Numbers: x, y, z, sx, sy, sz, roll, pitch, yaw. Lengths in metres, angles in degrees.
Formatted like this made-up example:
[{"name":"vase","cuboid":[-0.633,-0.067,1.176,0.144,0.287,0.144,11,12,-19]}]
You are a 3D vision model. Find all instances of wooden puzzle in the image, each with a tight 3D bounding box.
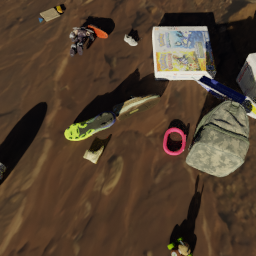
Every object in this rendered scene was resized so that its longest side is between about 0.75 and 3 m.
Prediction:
[{"name":"wooden puzzle","cuboid":[-3.993,-5.825,14.421,1.358,0.159,0.916,-25,59,-14]}]

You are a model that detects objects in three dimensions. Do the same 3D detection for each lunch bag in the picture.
[{"name":"lunch bag","cuboid":[3.131,0.375,9.666,1.642,2.357,1.977,23,68,11]}]

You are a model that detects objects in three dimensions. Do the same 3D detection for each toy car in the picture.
[{"name":"toy car","cuboid":[1.661,3.744,8.590,0.644,0.816,0.671,-26,64,-14]}]

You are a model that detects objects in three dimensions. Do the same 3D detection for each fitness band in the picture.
[{"name":"fitness band","cuboid":[1.792,0.513,10.779,0.822,0.214,1.144,8,61,9]}]

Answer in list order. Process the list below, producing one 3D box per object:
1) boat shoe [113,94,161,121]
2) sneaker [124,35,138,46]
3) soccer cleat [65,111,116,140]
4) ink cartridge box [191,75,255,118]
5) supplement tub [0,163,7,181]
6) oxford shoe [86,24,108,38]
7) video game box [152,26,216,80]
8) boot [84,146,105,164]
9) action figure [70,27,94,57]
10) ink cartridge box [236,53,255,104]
[{"name":"boat shoe","cuboid":[0.322,-1.041,11.377,1.991,0.713,0.758,-22,61,-12]},{"name":"sneaker","cuboid":[0.125,-4.196,13.391,0.752,0.308,0.281,32,65,17]},{"name":"soccer cleat","cuboid":[-1.417,-0.036,10.849,2.109,0.882,0.682,-23,85,10]},{"name":"ink cartridge box","cuboid":[3.687,-1.279,10.484,0.499,2.123,2.098,-55,47,9]},{"name":"supplement tub","cuboid":[-5.015,1.791,9.554,1.066,1.066,1.519,22,62,12]},{"name":"oxford shoe","cuboid":[-1.433,-4.787,13.672,1.223,0.435,0.444,31,60,16]},{"name":"video game box","cuboid":[2.472,-3.463,12.787,2.594,0.667,2.847,-2,60,2]},{"name":"boot","cuboid":[-1.264,0.910,10.524,0.584,0.273,0.751,23,66,13]},{"name":"action figure","cuboid":[-2.263,-4.168,13.246,1.139,0.607,1.751,5,57,11]},{"name":"ink cartridge box","cuboid":[5.772,-1.774,11.248,1.621,1.628,2.220,-13,62,-7]}]
